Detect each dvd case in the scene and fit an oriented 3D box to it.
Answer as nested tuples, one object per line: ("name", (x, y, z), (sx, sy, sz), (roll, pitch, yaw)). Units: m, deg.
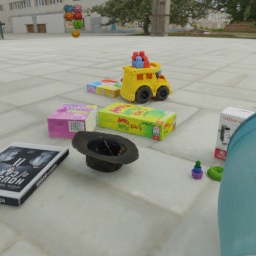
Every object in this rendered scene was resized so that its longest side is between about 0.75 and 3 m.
("dvd case", (-3.137, 1.155, 7.903), (1.993, 0.328, 2.652), (5, 23, 13))

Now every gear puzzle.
("gear puzzle", (-2.059, -4.055, 10.569), (0.739, 1.427, 0.187), (-4, -11, -11))

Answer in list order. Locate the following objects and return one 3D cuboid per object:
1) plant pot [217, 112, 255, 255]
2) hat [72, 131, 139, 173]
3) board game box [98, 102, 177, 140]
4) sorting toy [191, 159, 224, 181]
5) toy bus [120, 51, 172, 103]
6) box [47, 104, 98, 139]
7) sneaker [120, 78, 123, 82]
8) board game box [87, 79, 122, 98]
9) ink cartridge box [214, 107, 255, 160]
("plant pot", (2.691, 1.500, 4.300), (2.928, 2.928, 2.751), (13, 40, 27))
("hat", (-0.703, 0.793, 8.152), (1.999, 0.806, 1.999), (15, 23, -6))
("board game box", (0.346, -0.338, 10.957), (2.756, 0.656, 1.400), (13, 26, 27))
("sorting toy", (2.678, 1.042, 7.784), (1.842, 0.634, 0.639), (-1, 23, -5))
("toy bus", (0.943, -2.655, 14.200), (2.524, 2.423, 1.713), (-8, 23, -22))
("box", (-2.042, -0.276, 10.651), (1.434, 0.788, 1.630), (4, 23, 8))
("sneaker", (0.317, -3.120, 17.451), (1.650, 0.677, 0.579), (8, 24, 18))
("board game box", (-1.018, -2.246, 15.724), (2.119, 0.427, 1.621), (18, 29, 36))
("ink cartridge box", (3.309, 0.263, 8.431), (1.130, 1.539, 0.638), (18, 29, 36))
